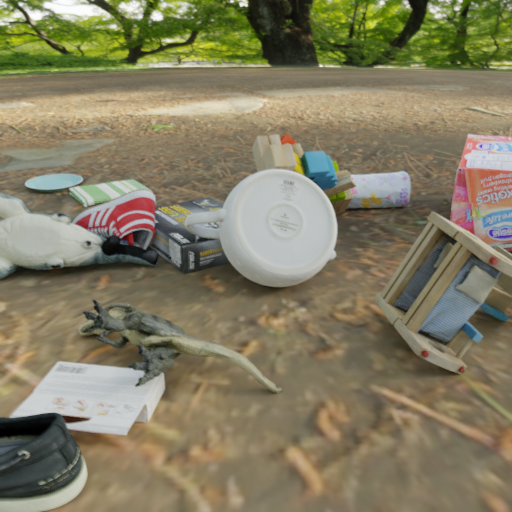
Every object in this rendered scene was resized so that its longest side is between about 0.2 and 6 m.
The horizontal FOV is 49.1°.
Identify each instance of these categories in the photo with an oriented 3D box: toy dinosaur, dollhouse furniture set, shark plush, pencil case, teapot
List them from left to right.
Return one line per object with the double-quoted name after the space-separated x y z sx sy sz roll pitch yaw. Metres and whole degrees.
-3.302 -0.331 9.538 3.211 1.459 1.338 -5 -7 0 "shark plush"
-1.201 1.010 6.544 2.935 0.697 1.294 15 0 29 "toy dinosaur"
0.209 -0.346 8.955 1.955 1.981 1.447 -37 -1 -21 "teapot"
2.439 -1.457 12.346 1.866 0.776 0.846 -1 47 -4 "pencil case"
2.956 0.691 7.188 2.069 1.458 1.450 25 17 -20 "dollhouse furniture set"

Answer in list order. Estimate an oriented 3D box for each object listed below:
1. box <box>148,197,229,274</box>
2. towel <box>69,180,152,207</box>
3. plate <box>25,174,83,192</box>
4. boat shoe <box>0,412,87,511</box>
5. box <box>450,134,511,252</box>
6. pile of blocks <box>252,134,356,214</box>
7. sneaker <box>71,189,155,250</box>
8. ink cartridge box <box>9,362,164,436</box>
-1.078 -0.455 10.365 1.723 0.526 2.175 -15 28 -30 "box"
-3.442 -1.493 13.228 1.623 0.190 1.238 -13 27 -30 "towel"
-5.001 -1.785 13.900 1.357 0.173 1.357 -1 24 0 "plate"
-2.803 1.749 4.905 2.486 0.824 0.929 1 23 2 "boat shoe"
4.865 -1.365 11.199 1.652 1.524 3.220 9 25 19 "box"
0.966 -1.639 10.345 1.395 1.056 3.398 -18 -15 17 "pile of blocks"
-2.578 -0.391 9.941 1.848 0.658 1.040 -24 55 18 "sneaker"
-1.763 1.583 5.956 1.285 0.287 1.132 4 22 9 "ink cartridge box"
